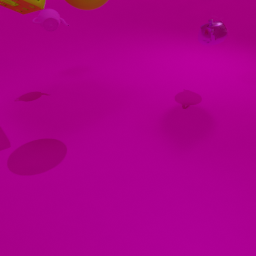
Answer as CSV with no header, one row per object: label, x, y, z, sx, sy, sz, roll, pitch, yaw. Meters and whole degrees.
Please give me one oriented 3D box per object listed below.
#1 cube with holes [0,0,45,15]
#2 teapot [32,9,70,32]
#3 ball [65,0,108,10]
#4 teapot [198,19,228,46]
cube with holes,-2.726,-3.610,6.691,1.214,1.214,1.214,9,4,-44
teapot,-2.548,-3.518,9.267,1.190,0.740,0.583,-7,58,-24
ball,-0.950,-3.372,6.237,1.377,1.377,1.377,0,35,0
teapot,2.778,-3.217,9.278,0.960,0.756,1.544,-7,31,18
